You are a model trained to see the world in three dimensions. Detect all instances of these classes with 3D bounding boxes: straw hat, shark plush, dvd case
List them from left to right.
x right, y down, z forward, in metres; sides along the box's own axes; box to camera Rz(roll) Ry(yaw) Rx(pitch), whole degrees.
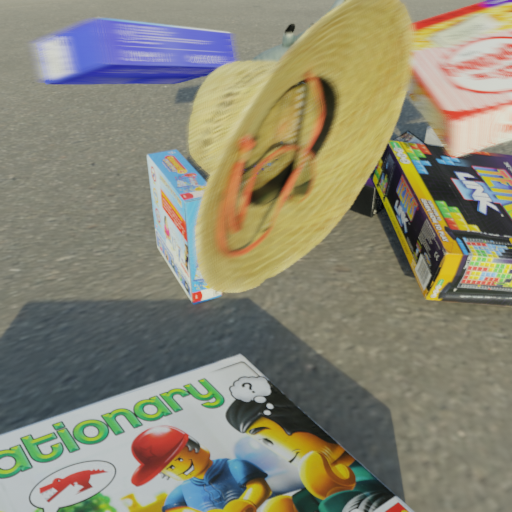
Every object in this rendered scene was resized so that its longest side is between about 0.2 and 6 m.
[{"bbox_3d":[0.137,-1.787,7.887,1.895,4.479,4.479,35,46,25],"label":"straw hat"},{"bbox_3d":[0.855,-4.188,11.319,2.559,1.066,1.162,-30,55,18],"label":"shark plush"},{"bbox_3d":[3.343,-2.479,13.812,1.531,0.134,1.093,-31,33,5],"label":"dvd case"}]

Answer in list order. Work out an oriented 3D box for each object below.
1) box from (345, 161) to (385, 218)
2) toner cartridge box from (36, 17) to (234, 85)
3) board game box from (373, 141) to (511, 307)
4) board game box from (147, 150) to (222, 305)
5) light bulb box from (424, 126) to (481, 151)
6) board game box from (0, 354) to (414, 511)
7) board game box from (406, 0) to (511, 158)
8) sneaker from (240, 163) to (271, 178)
[{"bbox_3d":[2.153,-1.735,12.745,1.990,0.785,1.404,24,38,32],"label":"box"},{"bbox_3d":[-1.720,-3.095,8.675,1.372,0.624,2.889,-1,14,34],"label":"toner cartridge box"},{"bbox_3d":[4.112,-0.682,10.205,3.091,1.060,3.739,4,38,-8],"label":"board game box"},{"bbox_3d":[-1.261,-0.550,9.801,0.568,1.991,2.034,-15,37,-21],"label":"board game box"},{"bbox_3d":[4.713,-2.520,13.552,1.159,1.169,0.729,-9,36,-13],"label":"light bulb box"},{"bbox_3d":[-1.222,2.713,4.935,5.121,0.886,3.232,-12,33,-39],"label":"board game box"},{"bbox_3d":[3.590,-2.957,8.919,2.213,0.676,2.921,-17,47,2],"label":"board game box"},{"bbox_3d":[-0.450,-2.127,13.284,0.917,0.887,2.199,-29,43,-28],"label":"sneaker"}]
